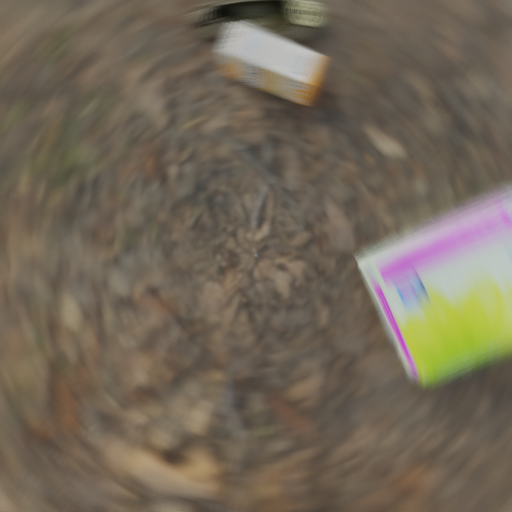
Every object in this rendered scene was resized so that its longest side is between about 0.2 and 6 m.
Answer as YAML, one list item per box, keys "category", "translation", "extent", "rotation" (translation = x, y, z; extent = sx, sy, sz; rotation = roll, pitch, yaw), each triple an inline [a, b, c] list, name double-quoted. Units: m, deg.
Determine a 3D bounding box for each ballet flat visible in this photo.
- category: "ballet flat"
  translation: [0.010, -3.783, 8.866]
  extent: [2.151, 0.499, 0.725]
  rotation: [0, 83, 0]

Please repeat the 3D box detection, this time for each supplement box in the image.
- category: "supplement box"
  translation: [0.227, -2.914, 8.570]
  extent: [1.421, 0.895, 0.522]
  rotation: [23, 86, 3]

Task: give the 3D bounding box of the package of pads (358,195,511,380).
- category: "package of pads"
  translation: [3.103, 0.467, 8.171]
  extent: [2.614, 0.891, 2.019]
  rotation: [-23, 84, -2]
